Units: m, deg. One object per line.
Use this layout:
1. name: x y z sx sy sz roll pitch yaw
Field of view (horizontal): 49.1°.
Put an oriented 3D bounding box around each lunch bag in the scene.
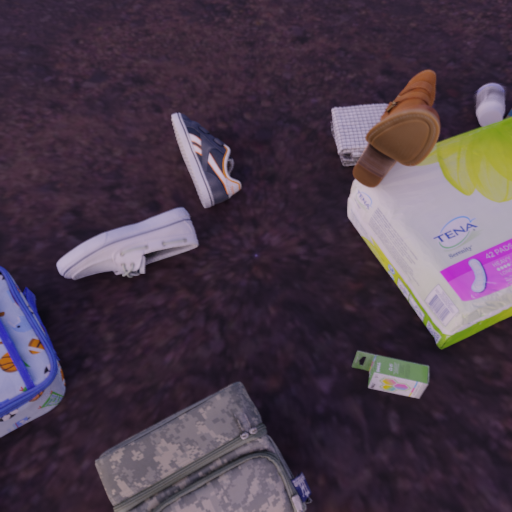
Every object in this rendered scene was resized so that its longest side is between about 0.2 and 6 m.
1. lunch bag: -0.660 2.947 7.230 2.257 1.572 1.893 -25 76 -15
2. lunch bag: -4.277 1.436 8.540 2.222 1.048 2.774 -29 61 -21

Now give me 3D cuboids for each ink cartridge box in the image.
1. ink cartridge box: 2.018 1.819 8.536 1.085 0.564 0.322 11 55 8

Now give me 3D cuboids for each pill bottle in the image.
1. pill bottle: 5.012 -3.196 11.978 0.561 0.561 0.986 13 50 9

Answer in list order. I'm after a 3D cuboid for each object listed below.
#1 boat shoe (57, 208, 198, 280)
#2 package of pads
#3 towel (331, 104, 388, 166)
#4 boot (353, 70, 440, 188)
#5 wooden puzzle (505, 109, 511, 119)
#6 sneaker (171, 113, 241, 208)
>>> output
1. boat shoe: -2.142 -0.046 9.622 2.421 0.890 0.808 -26 80 -12
2. package of pads: 4.082 -0.711 9.767 4.182 1.426 3.231 -22 58 -14
3. towel: 2.281 -2.448 11.475 1.442 0.617 1.194 -6 62 -3
4. boot: 2.417 -2.134 8.580 0.889 2.319 1.800 33 74 4
5. wooden puzzle: 5.805 -2.662 11.923 1.102 0.131 1.858 31 61 20
6. sneaker: -0.981 -1.964 11.014 0.867 0.857 2.184 -21 68 -8
